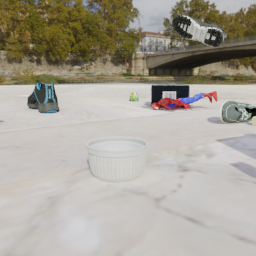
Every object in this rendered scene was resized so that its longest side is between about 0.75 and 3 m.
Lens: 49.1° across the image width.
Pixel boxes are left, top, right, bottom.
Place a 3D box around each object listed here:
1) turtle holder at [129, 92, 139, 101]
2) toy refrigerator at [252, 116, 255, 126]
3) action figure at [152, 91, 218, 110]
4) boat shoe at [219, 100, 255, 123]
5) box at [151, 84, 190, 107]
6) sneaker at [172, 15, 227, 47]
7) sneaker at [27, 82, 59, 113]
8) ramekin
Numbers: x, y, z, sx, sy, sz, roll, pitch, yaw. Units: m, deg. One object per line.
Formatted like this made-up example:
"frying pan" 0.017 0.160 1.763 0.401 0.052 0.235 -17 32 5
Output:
"turtle holder" 0.311 -1.861 16.633 0.761 0.541 0.579 -7 13 -35
"toy refrigerator" 4.209 -0.188 8.443 0.817 0.286 0.310 9 14 38
"action figure" 2.473 -1.148 12.489 2.881 0.744 0.942 -6 6 -5
"boat shoe" 3.651 -0.526 9.086 2.001 0.729 0.618 -3 6 -43
"box" 2.058 -1.630 13.827 1.794 1.112 1.763 1 11 7
"sneaker" 2.107 -2.830 8.140 1.749 0.581 0.791 34 38 29
"sneaker" -3.740 -1.411 12.425 1.089 1.218 2.973 -7 12 -33
"ramekin" -0.160 0.471 4.364 0.956 0.502 0.956 0 11 0
